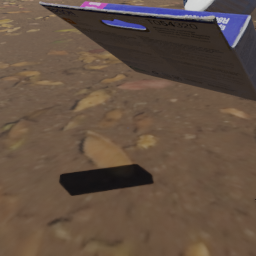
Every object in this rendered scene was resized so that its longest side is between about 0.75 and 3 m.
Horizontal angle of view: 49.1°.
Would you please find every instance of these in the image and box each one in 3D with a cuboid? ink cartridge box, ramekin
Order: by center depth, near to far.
[{"bbox_3d":[0.406,-0.937,3.063,1.931,0.426,1.966,22,0,34],"label":"ink cartridge box"},{"bbox_3d":[2.540,-3.959,7.620,1.146,2.352,2.352,10,28,-24],"label":"ramekin"}]
